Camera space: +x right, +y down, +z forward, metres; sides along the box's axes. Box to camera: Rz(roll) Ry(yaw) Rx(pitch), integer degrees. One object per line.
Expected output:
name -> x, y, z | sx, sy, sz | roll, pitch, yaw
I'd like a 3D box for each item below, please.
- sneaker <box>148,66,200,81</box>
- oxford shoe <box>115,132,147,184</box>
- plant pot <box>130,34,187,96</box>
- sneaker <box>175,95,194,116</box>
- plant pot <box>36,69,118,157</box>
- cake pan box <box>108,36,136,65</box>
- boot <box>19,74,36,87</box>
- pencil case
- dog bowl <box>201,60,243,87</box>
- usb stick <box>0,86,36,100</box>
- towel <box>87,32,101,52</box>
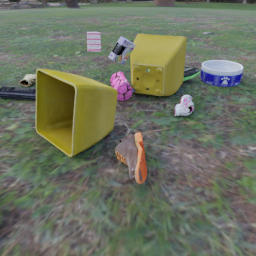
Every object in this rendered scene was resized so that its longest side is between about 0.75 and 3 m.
sneaker -> 2.236, -3.109, 14.202 | 2.880, 1.207, 1.105 | 20, 35, 31
oxford shoe -> 0.068, 0.842, 7.689 | 0.806, 0.788, 2.211 | -8, 21, 4
plant pot -> 1.192, -2.599, 12.381 | 2.314, 2.299, 2.367 | 9, 38, 16
sneaker -> 2.283, -0.816, 10.834 | 0.601, 0.554, 1.362 | 15, 41, 23
plant pot -> -1.574, -0.663, 9.061 | 1.921, 2.177, 2.177 | -15, 31, -43
cake pan box -> -0.221, -2.860, 10.396 | 0.256, 0.901, 0.979 | 39, 15, 21
boot -> -4.580, -2.333, 13.613 | 1.180, 0.429, 0.917 | 2, 29, 6
pencil case -> -0.300, -1.919, 12.421 | 0.842, 0.869, 1.854 | -5, 29, -12
dog bowl -> 4.666, -2.762, 14.024 | 1.977, 0.778, 1.977 | 0, 29, 0
usb stick -> -4.398, -1.472, 12.098 | 2.523, 0.411, 0.700 | 5, 36, 9
towel -> -1.396, -3.524, 11.452 | 0.568, 0.776, 0.116 | -5, 14, -20
